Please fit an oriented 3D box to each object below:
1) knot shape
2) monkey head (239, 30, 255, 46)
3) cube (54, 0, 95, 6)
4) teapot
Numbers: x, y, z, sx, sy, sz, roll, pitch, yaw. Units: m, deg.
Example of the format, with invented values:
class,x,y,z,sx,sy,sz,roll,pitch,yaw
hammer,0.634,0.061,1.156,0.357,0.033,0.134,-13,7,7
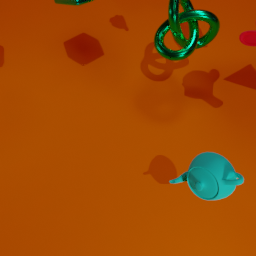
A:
class,x,y,z,sx,sy,sz,roll,pitch,yaw
knot shape,1.581,-2.548,7.211,1.606,1.716,0.793,6,15,-19
monkey head,2.932,-1.738,4.812,1.842,1.326,1.110,-29,25,32
cube,-1.068,-3.240,5.955,0.955,0.955,0.955,-34,41,-29
teapot,1.221,0.791,4.385,0.607,1.241,0.771,-23,99,-40
